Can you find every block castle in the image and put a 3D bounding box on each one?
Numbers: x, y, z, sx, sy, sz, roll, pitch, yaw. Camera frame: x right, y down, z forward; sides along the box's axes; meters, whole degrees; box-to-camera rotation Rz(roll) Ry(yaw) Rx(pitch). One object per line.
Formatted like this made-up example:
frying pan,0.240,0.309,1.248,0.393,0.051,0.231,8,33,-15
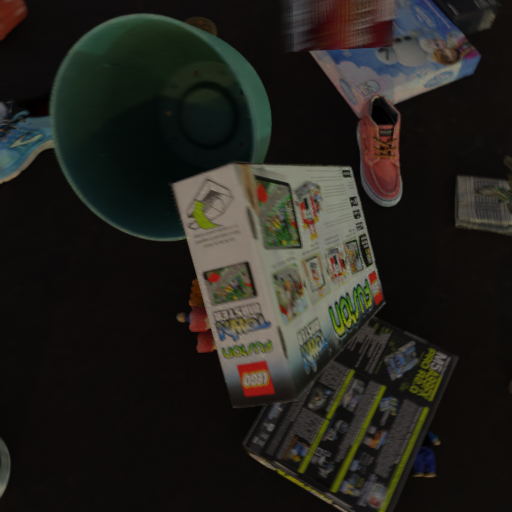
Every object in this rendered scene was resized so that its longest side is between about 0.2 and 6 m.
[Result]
block castle,-0.659,0.444,9.337,0.999,1.424,2.130,4,62,3

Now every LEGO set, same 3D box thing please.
LEGO set,3.925,-1.031,7.072,0.684,1.568,2.414,-30,30,-24

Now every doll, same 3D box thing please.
doll,2.551,2.969,8.731,0.596,0.212,0.873,2,63,1

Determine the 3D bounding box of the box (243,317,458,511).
box,1.483,2.330,8.708,2.285,0.631,2.853,25,66,17

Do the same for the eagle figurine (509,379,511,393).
eagle figurine,4.492,2.029,9.117,0.464,0.467,0.615,44,64,-2

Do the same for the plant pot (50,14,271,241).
plant pot,-1.054,-1.898,8.024,2.812,2.812,2.256,18,24,9

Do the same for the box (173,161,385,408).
box,0.601,0.027,6.831,0.700,4.034,2.220,-14,92,25

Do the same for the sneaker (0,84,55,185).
sneaker,-4.719,-2.495,10.888,2.880,1.295,1.129,-38,69,-17

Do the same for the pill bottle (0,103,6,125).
pill bottle,-5.517,-2.691,11.411,0.980,0.550,0.550,-38,69,-18

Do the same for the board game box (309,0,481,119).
board game box,2.822,-4.740,12.393,2.945,0.642,2.959,-25,66,-11

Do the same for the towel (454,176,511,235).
towel,4.414,-0.998,10.746,1.163,0.209,1.208,8,64,4

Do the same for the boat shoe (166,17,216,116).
boat shoe,-1.404,-3.598,11.711,0.945,0.887,2.625,15,81,4

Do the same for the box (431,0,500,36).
box,4.645,-5.777,12.897,1.205,0.689,1.323,-18,64,-11

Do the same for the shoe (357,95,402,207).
shoe,2.420,-2.066,10.859,0.758,0.965,2.122,-4,63,-2

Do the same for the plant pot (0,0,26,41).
plant pot,-5.859,-5.459,12.596,1.101,1.101,1.071,27,58,13

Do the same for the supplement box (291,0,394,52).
supplement box,1.342,-3.657,8.685,1.541,0.839,0.469,0,27,10

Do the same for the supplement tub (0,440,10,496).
supplement tub,-4.441,2.874,7.627,1.385,2.261,1.385,0,64,0
